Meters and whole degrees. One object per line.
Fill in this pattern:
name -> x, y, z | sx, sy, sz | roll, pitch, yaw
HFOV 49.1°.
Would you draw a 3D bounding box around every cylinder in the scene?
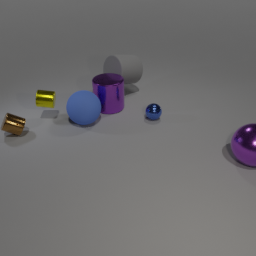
cylinder -> -3.353, -1.186, 11.445 | 0.700, 0.700, 0.700 | 5, 30, -8
cylinder -> -4.362, -0.144, 10.649 | 0.700, 0.700, 0.700 | 21, 20, -30
cylinder -> -0.240, -2.812, 13.521 | 1.400, 1.400, 1.400 | -13, 32, -42
cylinder -> -0.864, -1.551, 12.523 | 1.400, 1.400, 1.400 | 0, 33, 0

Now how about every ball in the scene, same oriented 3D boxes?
ball -> 4.081, 0.543, 9.097 | 1.400, 1.400, 1.400 | 0, 31, 0
ball -> -1.792, -0.828, 11.383 | 1.400, 1.400, 1.400 | 0, 31, 0
ball -> 1.080, -0.694, 11.823 | 0.700, 0.700, 0.700 | 0, 31, 0
